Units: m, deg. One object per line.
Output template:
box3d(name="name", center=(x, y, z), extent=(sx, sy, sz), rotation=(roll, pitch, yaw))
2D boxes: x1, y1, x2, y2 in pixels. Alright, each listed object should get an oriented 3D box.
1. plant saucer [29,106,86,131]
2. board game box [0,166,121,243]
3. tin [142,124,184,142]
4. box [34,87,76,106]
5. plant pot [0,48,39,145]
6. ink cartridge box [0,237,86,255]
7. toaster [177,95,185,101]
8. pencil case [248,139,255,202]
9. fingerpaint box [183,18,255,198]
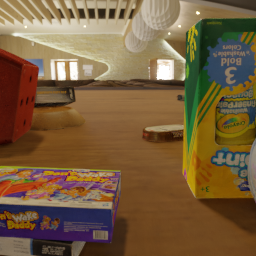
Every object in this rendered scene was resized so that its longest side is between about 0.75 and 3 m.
box3d(name="plant saucer", center=(-2.983, -0.424, 9.784), extent=(2.981, 0.528, 2.981), rotation=(0, 10, 0))
box3d(name="board game box", center=(-0.825, 0.707, 2.828), extent=(1.437, 0.322, 0.966), rotation=(2, 10, 3))
box3d(name="tin", center=(1.114, 0.119, 7.466), extent=(1.554, 0.325, 0.870), rotation=(-5, 7, -25))
box3d(name="box", center=(-3.674, -1.112, 11.527), extent=(2.077, 0.634, 2.622), rotation=(-6, -3, -37))
box3d(name="plant pot", center=(-3.742, -0.874, 7.046), extent=(2.433, 2.761, 2.758), rotation=(11, 9, -8))
box3d(name="ink cartridge box", center=(-0.887, 0.959, 2.965), extent=(1.052, 0.250, 1.065), rotation=(1, 12, 9))
box3d(name="toaster", center=(3.695, -2.054, 19.094), extent=(0.486, 0.427, 0.752), rotation=(1, 7, -18))
box3d(name="pencil case", center=(2.555, 0.501, 3.013), extent=(2.346, 1.064, 0.975), rotation=(2, 34, -1))
box3d(name="fingerpaint box", center=(2.237, -0.267, 3.899), extent=(2.764, 2.306, 1.014), rotation=(0, 10, 1))
